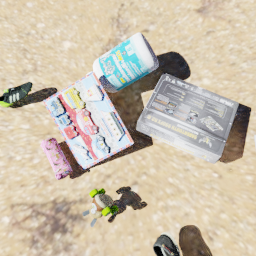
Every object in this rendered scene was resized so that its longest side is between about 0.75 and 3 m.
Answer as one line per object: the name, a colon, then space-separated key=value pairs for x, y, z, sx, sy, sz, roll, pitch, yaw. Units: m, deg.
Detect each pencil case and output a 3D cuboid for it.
pencil case: x=-1.928 y=0.804 z=7.504 sx=0.470 sy=0.492 sz=1.136 roll=-27 pitch=73 yaw=-11

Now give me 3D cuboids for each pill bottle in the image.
pill bottle: x=-0.209 y=-1.707 z=7.895 sx=1.975 sy=1.094 sz=1.094 roll=-29 pitch=73 yaw=18

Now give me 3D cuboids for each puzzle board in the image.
puzzle board: x=-1.066 y=-0.152 z=7.433 sx=1.628 sy=0.188 sz=2.161 roll=-28 pitch=95 yaw=12

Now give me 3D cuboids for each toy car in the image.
toy car: x=-0.779 y=2.008 z=6.874 sx=0.826 sy=0.652 sz=0.679 roll=-47 pitch=64 yaw=13

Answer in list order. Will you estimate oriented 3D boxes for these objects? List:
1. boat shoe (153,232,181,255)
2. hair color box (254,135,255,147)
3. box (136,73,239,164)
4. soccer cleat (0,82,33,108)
boat shoe: x=1.097 y=3.189 z=6.374 sx=0.490 sy=0.573 sz=1.565 roll=-29 pitch=86 yaw=-46
hair color box: x=4.059 y=1.409 z=6.812 sx=0.871 sy=1.444 sz=2.845 roll=4 pitch=75 yaw=-17
box: x=1.632 y=-0.317 z=7.631 sx=2.293 sy=0.554 sz=1.816 roll=23 pitch=64 yaw=9
soccer cleat: x=-3.236 y=-0.985 z=7.957 sx=1.182 sy=0.479 sz=0.399 roll=-30 pitch=53 yaw=13
